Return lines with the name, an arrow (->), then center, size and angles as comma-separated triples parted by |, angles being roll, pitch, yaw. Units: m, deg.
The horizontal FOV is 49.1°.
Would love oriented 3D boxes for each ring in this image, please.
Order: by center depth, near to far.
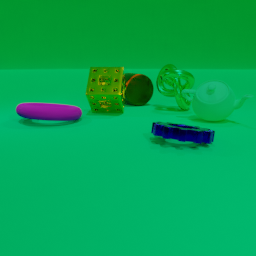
ring -> -2.360, -0.505, 8.473 | 1.925, 0.385, 1.925 | 5, 8, -1

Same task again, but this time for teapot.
teapot -> 2.570, -0.869, 8.228 | 2.065, 1.011, 1.284 | 12, 60, 28

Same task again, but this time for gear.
gear -> 1.200, 0.085, 6.180 | 1.338, 0.247, 1.338 | 7, 7, -1

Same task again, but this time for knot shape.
knot shape -> 1.819, -1.468, 10.346 | 0.867, 1.756, 1.877 | -36, 15, -9

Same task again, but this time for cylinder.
cylinder -> 0.230, -1.647, 11.795 | 1.290, 1.290, 1.290 | -5, 14, -22

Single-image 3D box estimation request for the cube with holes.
cube with holes -> -0.709, -1.289, 9.600 | 1.130, 1.130, 1.130 | 1, -28, 6
